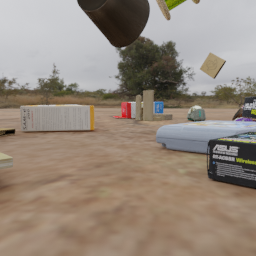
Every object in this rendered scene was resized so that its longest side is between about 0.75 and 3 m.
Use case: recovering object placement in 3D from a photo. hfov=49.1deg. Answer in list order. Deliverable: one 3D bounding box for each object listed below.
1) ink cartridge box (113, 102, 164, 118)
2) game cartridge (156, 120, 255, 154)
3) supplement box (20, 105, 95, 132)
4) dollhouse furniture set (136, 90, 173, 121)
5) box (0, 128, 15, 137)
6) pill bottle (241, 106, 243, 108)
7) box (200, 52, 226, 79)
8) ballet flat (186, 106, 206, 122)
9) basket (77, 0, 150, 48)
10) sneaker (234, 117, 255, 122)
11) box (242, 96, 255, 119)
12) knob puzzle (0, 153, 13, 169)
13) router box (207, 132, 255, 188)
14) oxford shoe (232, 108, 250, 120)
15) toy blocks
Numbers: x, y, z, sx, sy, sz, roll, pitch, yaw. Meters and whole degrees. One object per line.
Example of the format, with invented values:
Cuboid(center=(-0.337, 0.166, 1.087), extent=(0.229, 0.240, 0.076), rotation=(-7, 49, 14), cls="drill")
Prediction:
Cuboid(center=(0.512, -0.989, 15.314), extent=(2.550, 0.858, 1.482), rotation=(-2, 5, -11), cls="ink cartridge box")
Cuboid(center=(1.793, 0.120, 5.167), extent=(1.552, 0.484, 2.330), rotation=(-1, 3, 39), cls="game cartridge")
Cuboid(center=(-1.965, -0.307, 8.144), extent=(1.971, 0.725, 1.242), rotation=(-1, 4, -8), cls="supplement box")
Cuboid(center=(1.214, -1.062, 13.315), extent=(1.662, 1.354, 1.580), rotation=(-4, 6, -39), cls="dollhouse furniture set")
Cuboid(center=(-3.725, 0.114, 6.570), extent=(1.602, 0.170, 1.309), rotation=(1, 4, 15), cls="box")
Cuboid(center=(6.598, -0.877, 14.864), extent=(0.727, 0.727, 1.215), rotation=(-1, 5, -9), cls="pill bottle")
Cuboid(center=(3.545, -2.634, 11.759), extent=(0.110, 0.843, 1.032), rotation=(16, 25, -33), cls="box")
Cuboid(center=(3.069, -0.664, 12.568), extent=(0.712, 0.673, 2.113), rotation=(-5, 5, 3), cls="ballet flat")
Cuboid(center=(-0.431, -3.434, 7.941), extent=(1.344, 1.781, 1.976), rotation=(38, 12, 23), cls="basket")
Cuboid(center=(3.155, -0.079, 7.021), extent=(1.041, 0.420, 0.434), rotation=(0, -6, 0), cls="sneaker")
Cuboid(center=(4.393, -0.294, 6.628), extent=(2.664, 0.590, 2.134), rotation=(9, 6, 5), cls="box")
Cuboid(center=(-2.287, 0.402, 2.520), extent=(2.095, 0.291, 2.095), rotation=(1, 5, 0), cls="knob puzzle")
Cuboid(center=(1.630, 0.316, 2.694), extent=(1.031, 0.428, 1.376), rotation=(-5, 6, -44), cls="router box")
Cuboid(center=(5.028, -0.490, 12.391), extent=(0.605, 0.606, 1.699), rotation=(32, 9, 11), cls="oxford shoe")
Cuboid(center=(1.383, -3.236, 5.370), extent=(2.039, 0.740, 1.699), rotation=(-27, -30, 11), cls="toy blocks")
